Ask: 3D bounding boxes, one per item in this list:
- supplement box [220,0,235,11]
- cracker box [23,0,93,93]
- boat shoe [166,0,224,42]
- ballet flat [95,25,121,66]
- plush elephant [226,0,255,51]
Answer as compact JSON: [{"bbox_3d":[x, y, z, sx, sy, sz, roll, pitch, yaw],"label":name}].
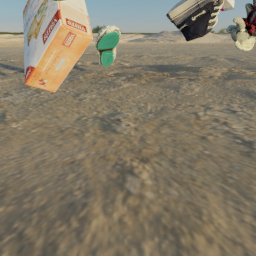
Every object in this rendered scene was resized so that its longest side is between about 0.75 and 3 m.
[{"bbox_3d":[2.917,-3.922,8.509,0.414,0.422,0.817,3,2,37],"label":"supplement box"},{"bbox_3d":[-1.869,-2.600,6.926,0.827,1.921,2.868,12,49,-38],"label":"cracker box"},{"bbox_3d":[1.273,-1.841,4.266,1.350,0.626,0.504,-13,34,51],"label":"boat shoe"},{"bbox_3d":[-0.769,-2.847,9.316,0.823,0.823,2.293,-4,-13,-11],"label":"ballet flat"},{"bbox_3d":[3.928,-3.346,9.115,1.360,1.757,1.447,-24,50,4],"label":"plush elephant"}]
